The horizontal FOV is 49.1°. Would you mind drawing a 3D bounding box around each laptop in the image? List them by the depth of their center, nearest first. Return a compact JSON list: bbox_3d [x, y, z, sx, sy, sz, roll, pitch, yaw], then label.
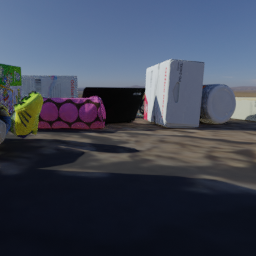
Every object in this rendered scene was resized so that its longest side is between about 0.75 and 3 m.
[{"bbox_3d":[-0.789,-0.708,8.967,1.940,1.130,2.188,-2,7,-25],"label":"laptop"}]

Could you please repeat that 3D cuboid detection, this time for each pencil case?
[{"bbox_3d":[-1.605,-0.450,7.482,2.008,0.941,0.911,0,11,-2],"label":"pencil case"}]

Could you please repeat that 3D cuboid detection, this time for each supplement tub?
[{"bbox_3d":[2.440,-0.820,9.403,1.258,1.258,2.053,-3,6,-25],"label":"supplement tub"}]

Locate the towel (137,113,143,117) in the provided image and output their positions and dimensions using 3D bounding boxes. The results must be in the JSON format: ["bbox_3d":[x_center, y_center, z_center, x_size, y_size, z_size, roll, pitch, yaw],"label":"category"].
[{"bbox_3d":[0.178,-0.645,10.960,0.652,0.100,0.855,29,4,26],"label":"towel"}]

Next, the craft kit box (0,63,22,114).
[{"bbox_3d":[-3.591,-0.912,7.899,0.433,1.786,1.763,1,7,6],"label":"craft kit box"}]

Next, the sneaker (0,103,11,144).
[{"bbox_3d":[-2.680,-0.091,4.789,1.234,1.026,2.738,7,9,-25],"label":"sneaker"}]

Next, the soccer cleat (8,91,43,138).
[{"bbox_3d":[-1.818,-0.200,5.155,1.564,0.654,0.506,-24,19,51],"label":"soccer cleat"}]

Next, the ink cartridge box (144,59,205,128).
[{"bbox_3d":[1.302,-1.030,8.616,1.045,1.820,2.506,2,6,-11],"label":"ink cartridge box"}]

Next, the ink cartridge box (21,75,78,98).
[{"bbox_3d":[-3.432,-1.380,12.144,2.384,1.732,1.724,-2,7,-18],"label":"ink cartridge box"}]

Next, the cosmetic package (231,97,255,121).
[{"bbox_3d":[4.615,-0.738,10.554,1.190,0.840,2.299,-2,8,-15],"label":"cosmetic package"}]

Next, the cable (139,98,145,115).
[{"bbox_3d":[0.808,-1.002,13.058,0.665,0.814,0.207,-10,-9,2],"label":"cable"}]
